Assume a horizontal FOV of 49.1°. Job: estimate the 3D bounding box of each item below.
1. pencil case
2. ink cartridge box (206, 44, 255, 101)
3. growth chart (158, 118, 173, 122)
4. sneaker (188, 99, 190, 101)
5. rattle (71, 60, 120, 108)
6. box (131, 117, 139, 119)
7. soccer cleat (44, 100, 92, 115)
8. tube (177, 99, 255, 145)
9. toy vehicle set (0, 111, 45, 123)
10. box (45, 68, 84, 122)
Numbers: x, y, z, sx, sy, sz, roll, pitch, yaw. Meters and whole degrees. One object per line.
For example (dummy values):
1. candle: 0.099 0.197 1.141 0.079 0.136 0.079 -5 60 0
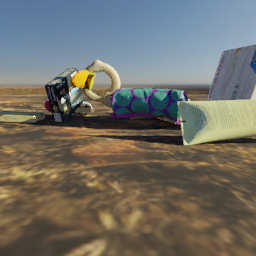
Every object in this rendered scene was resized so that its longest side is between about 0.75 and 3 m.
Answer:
1. pencil case: 0.591 -0.618 7.738 2.063 0.953 0.878 5 -26 21
2. ink cartridge box: 3.838 -1.242 8.246 1.808 1.840 2.499 16 8 -12
3. growth chart: 2.305 -0.379 9.594 2.917 0.259 2.111 -2 8 -18
4. sneaker: 2.155 -0.942 11.939 1.770 0.808 0.687 15 35 -38
5. rattle: -0.633 -1.042 8.415 1.279 1.965 1.404 -39 11 1
6. box: 0.803 -0.777 10.219 1.675 0.688 0.573 -4 -28 -32
7. soccer cleat: -2.368 -0.806 11.060 1.879 0.656 0.811 6 9 -24
8. tube: 2.455 -0.210 5.691 2.802 0.727 0.813 -4 15 2
9. toy vehicle set: -3.694 -0.387 9.347 1.548 0.205 0.962 3 11 6
10. box: -2.061 -1.127 9.338 0.374 1.292 1.625 3 31 18
